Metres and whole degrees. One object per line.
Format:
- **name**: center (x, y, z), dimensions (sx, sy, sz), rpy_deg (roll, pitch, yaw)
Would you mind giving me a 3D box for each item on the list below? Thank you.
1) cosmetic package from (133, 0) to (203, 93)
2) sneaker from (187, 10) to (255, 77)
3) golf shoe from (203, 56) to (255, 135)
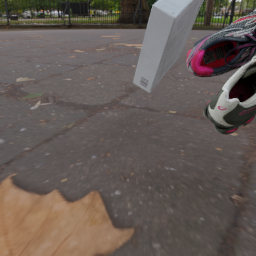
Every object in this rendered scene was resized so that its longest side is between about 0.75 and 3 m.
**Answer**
- **cosmetic package**: center (1.232, -2.760, 8.441), dimensions (0.753, 2.915, 2.198), rpy_deg (35, 59, 12)
- **sneaker**: center (2.603, -1.774, 5.684), dimensions (2.875, 1.159, 1.073), rpy_deg (-27, 10, 18)
- **golf shoe**: center (2.226, -0.805, 4.476), dimensions (2.258, 0.994, 0.872), rpy_deg (-42, 71, -9)
